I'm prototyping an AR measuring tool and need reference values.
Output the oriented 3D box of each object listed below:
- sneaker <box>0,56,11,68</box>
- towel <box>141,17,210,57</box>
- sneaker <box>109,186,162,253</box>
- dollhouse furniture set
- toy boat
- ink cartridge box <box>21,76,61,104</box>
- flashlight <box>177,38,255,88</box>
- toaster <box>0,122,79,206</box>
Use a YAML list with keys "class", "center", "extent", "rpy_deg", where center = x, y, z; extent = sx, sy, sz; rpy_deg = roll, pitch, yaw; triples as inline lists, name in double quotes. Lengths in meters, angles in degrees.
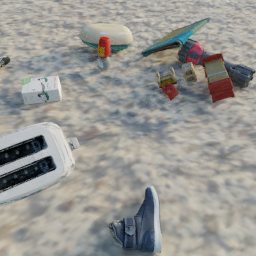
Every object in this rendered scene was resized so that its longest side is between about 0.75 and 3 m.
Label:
- class: "sneaker"
  center: [-4.665, -2.191, 10.127]
  extent: [1.001, 0.376, 0.578]
  rpy_deg: [-30, 55, -15]
- class: "towel"
  center: [1.910, -3.558, 10.996]
  extent: [1.905, 0.282, 2.598]
  rpy_deg: [-4, 30, 45]
- class: "sneaker"
  center: [0.134, 1.782, 5.689]
  extent: [1.018, 0.535, 1.408]
  rpy_deg: [2, 44, -1]
- class: "dollhouse furniture set"
  center: [2.099, -1.400, 8.958]
  extent: [2.231, 0.907, 1.201]
  rpy_deg: [-14, 54, 19]
- class: "toy boat"
  center: [-0.874, -3.188, 10.749]
  extent: [2.102, 1.162, 2.500]
  rpy_deg: [4, 35, -2]
- class: "ink cartridge box"
  center: [-2.742, -1.226, 8.957]
  extent: [1.136, 0.479, 0.830]
  rpy_deg: [-8, 44, -9]
- class: "flashlight"
  center: [3.077, -2.274, 9.867]
  extent: [2.687, 0.913, 0.910]
  rpy_deg: [32, 73, 25]
- class: "toaster"
  center: [-1.748, 0.604, 4.558]
  extent: [1.924, 1.243, 1.093]
  rpy_deg: [-21, 87, -19]
